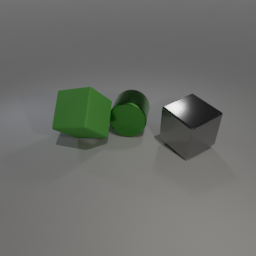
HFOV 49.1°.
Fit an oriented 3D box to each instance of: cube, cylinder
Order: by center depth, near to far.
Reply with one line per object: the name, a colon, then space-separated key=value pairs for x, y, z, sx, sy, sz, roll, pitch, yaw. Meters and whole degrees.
cube: x=2.070 y=-0.066 z=9.450 sx=1.400 sy=1.400 sz=1.400 roll=-25 pitch=47 yaw=-25
cube: x=-1.555 y=-0.477 z=9.727 sx=1.400 sy=1.400 sz=1.400 roll=-2 pitch=-16 yaw=27
cylinder: x=0.075 y=-0.591 z=10.793 sx=1.400 sy=1.400 sz=1.400 roll=4 pitch=28 yaw=7
